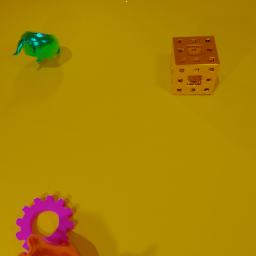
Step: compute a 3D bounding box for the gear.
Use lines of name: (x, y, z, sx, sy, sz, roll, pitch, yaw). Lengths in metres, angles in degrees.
gear: (-1.709, 1.986, 5.793, 1.143, 0.211, 1.143, 0, 56, 0)

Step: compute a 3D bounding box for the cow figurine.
cow figurine: (-1.039, 2.496, 4.747, 1.517, 1.542, 0.846, 13, 72, 56)

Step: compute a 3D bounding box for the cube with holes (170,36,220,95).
cube with holes: (1.769, -1.699, 7.671, 1.105, 1.105, 1.105, -1, 56, 4)

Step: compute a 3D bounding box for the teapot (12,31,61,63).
teapot: (-2.576, -2.310, 8.031, 1.074, 0.846, 1.727, 19, 20, 28)
